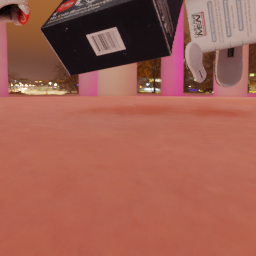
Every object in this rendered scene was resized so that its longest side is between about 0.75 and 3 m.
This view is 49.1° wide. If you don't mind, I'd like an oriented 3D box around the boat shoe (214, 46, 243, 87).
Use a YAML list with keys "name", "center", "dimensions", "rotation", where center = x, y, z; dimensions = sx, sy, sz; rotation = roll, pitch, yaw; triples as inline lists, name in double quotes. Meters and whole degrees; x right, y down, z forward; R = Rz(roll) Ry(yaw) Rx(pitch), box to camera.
- name: "boat shoe"
  center: [2.981, -2.581, 8.189]
  dimensions: [1.013, 2.743, 0.937]
  rotation: [-2, 10, 4]

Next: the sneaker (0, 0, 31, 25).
- name: "sneaker"
  center: [-2.668, -3.065, 6.465]
  dimensions: [1.028, 1.365, 2.919]
  rotation: [-37, 17, 51]

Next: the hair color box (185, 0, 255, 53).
- name: "hair color box"
  center: [2.544, -2.388, 5.819]
  dimensions: [2.462, 1.219, 0.747]
  rotation: [-4, 18, 30]

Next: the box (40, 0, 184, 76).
- name: "box"
  center: [-0.269, -3.004, 7.382]
  dimensions: [2.960, 1.541, 2.696]
  rotation: [-6, 45, 25]

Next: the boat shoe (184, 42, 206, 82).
- name: "boat shoe"
  center: [1.083, -1.113, 4.758]
  dimensions: [0.308, 0.856, 0.303]
  rotation: [-42, 49, -8]
